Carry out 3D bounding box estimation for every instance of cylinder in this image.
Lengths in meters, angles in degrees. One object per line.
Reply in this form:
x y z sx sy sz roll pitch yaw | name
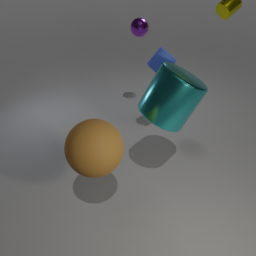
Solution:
1.115 -2.175 9.231 0.700 0.700 0.700 36 19 -15 | cylinder
3.895 -4.702 10.844 0.700 0.700 0.700 -42 43 -7 | cylinder
1.192 -0.841 7.605 1.400 1.400 1.400 24 27 -13 | cylinder

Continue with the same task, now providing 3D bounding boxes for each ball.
0.443 -3.851 10.715 0.700 0.700 0.700 0 32 0 | ball
-0.802 0.477 6.675 1.400 1.400 1.400 0 32 0 | ball
